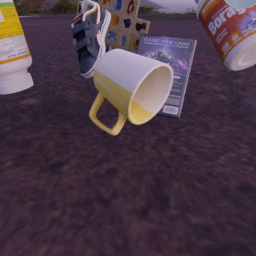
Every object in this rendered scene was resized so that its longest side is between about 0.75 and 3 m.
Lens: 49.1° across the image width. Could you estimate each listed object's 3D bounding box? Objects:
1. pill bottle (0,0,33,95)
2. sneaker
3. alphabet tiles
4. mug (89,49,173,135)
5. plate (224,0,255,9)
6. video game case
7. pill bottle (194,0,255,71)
[{"bbox_3d":[-3.449,-2.203,7.660,1.324,2.384,1.324,-10,22,4],"label":"pill bottle"},{"bbox_3d":[-1.079,-2.365,7.322,0.852,2.172,0.863,-17,-32,41],"label":"sneaker"},{"bbox_3d":[-0.657,-2.970,8.875,2.872,2.390,0.091,28,29,28],"label":"alphabet tiles"},{"bbox_3d":[-0.101,-0.769,5.040,1.193,1.164,1.453,35,62,28],"label":"mug"},{"bbox_3d":[2.366,-2.988,5.488,1.233,1.233,0.158,-6,41,-12],"label":"plate"},{"bbox_3d":[0.675,-1.166,6.097,1.272,1.781,0.169,12,-11,16],"label":"video game case"},{"bbox_3d":[2.920,-3.161,7.985,1.550,1.550,2.763,-13,68,-23],"label":"pill bottle"}]
